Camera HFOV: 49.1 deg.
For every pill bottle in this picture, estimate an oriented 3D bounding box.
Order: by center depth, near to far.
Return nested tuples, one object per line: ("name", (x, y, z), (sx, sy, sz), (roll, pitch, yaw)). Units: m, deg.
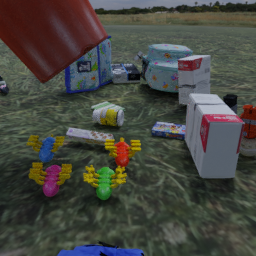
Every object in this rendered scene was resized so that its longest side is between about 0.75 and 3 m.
("pill bottle", (-0.656, -0.361, 9.272), (0.962, 0.541, 0.541), (6, 25, 14))

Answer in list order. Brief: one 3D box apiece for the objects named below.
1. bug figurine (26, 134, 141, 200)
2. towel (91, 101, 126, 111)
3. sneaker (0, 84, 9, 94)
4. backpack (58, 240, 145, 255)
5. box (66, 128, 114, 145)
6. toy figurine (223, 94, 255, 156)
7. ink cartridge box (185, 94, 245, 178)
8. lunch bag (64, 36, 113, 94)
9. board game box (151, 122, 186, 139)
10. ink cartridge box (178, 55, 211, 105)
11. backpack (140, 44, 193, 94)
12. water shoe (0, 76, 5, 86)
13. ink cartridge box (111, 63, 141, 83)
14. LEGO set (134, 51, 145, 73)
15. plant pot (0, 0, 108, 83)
("bug figurine", (-1.068, 0.820, 6.542), (2.702, 0.695, 2.095), (4, 31, -1))
("towel", (-0.763, -0.725, 10.572), (1.119, 0.131, 0.853), (23, 34, 39))
("sneaker", (-5.584, -1.695, 12.535), (0.391, 0.334, 0.953), (-24, 27, -10))
("backpack", (-0.101, 2.040, 3.204), (1.554, 1.262, 1.304), (4, 23, 11))
("box", (-1.078, 0.256, 7.991), (1.363, 0.282, 0.264), (9, 58, 15))
("toy figurine", (3.724, -0.138, 7.949), (2.021, 1.406, 1.990), (-6, 20, -8))
("ink cartridge box", (2.076, 0.109, 7.126), (0.837, 1.458, 2.008), (0, 25, 0))
("lunch bag", (-1.946, -3.023, 12.946), (1.732, 2.311, 2.718), (14, 28, 29))
("board game box", (1.325, 0.064, 8.773), (1.045, 0.180, 0.708), (8, 26, 17))
("ink cartridge box", (2.532, -1.830, 10.678), (0.709, 1.710, 1.255), (14, 27, 43))
("backpack", (1.894, -2.642, 12.537), (2.367, 2.064, 2.692), (1, 32, -10))
("water shoe", (-6.696, -2.558, 13.678), (0.762, 0.841, 2.130), (-22, 32, -39))
("ink cartridge box", (-0.246, -3.040, 15.119), (1.405, 0.554, 2.826), (-5, 24, -9))
("LEGO set", (0.940, -3.346, 15.414), (0.832, 0.895, 2.182), (49, 13, 16))
("plant pot", (-2.009, -2.652, 6.488), (2.705, 2.631, 2.705), (-32, 17, 11))
